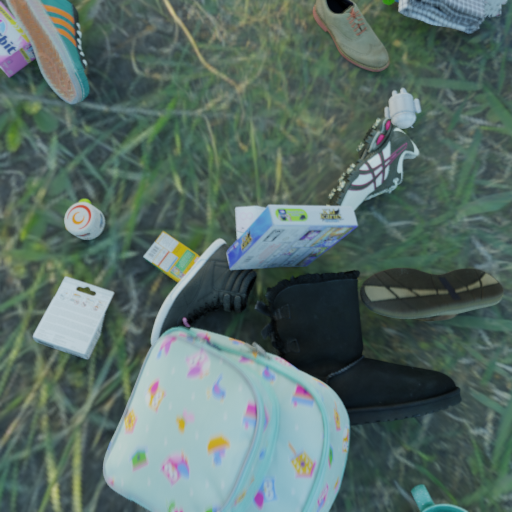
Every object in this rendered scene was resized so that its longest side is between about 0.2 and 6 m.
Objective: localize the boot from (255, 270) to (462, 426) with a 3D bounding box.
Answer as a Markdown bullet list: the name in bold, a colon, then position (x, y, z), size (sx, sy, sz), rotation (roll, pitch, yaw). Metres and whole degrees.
- **boot**: position (1.624, 1.459, 9.234), size (3.041, 1.125, 2.492), rotation (-10, 79, 4)

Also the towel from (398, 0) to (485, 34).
- **towel**: position (3.694, -5.273, 10.987), size (1.761, 0.753, 1.458), rotation (9, 70, -15)

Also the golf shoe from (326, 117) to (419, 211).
- **golf shoe**: position (2.087, -1.381, 10.180), size (1.037, 0.909, 2.355), rotation (34, 80, -4)

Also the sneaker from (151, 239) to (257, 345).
- **sneaker**: position (-0.817, 0.828, 9.591), size (1.095, 0.781, 2.208), rotation (32, 73, 14)

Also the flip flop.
- **flip flop**: position (3.021, 0.737, 9.667), size (2.554, 0.735, 1.036), rotation (-4, 46, -16)

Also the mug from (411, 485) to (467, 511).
- **mug**: position (2.954, 4.341, 8.506), size (1.199, 0.902, 1.459), rotation (0, 61, 22)

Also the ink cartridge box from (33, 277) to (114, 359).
- **ink cartridge box**: position (-3.165, 1.086, 9.844), size (0.988, 0.347, 1.216), rotation (17, 60, 5)

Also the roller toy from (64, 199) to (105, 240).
- **roller toy**: position (-3.102, -0.615, 10.160), size (0.617, 0.472, 0.676), rotation (41, 86, 18)

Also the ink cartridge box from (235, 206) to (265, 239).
- **ink cartridge box**: position (0.149, -0.499, 10.253), size (1.022, 0.292, 0.831), rotation (-5, 75, 3)

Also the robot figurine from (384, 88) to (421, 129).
- **robot figurine**: position (2.804, -2.793, 10.760), size (0.683, 0.455, 0.805), rotation (-13, 72, 29)

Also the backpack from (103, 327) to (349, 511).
- **backpack**: position (-0.349, 2.596, 7.913), size (3.108, 2.383, 2.732), rotation (17, 77, 21)

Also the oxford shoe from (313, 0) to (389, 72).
- **oxford shoe**: position (1.875, -4.471, 11.048), size (0.708, 0.752, 2.011), rotation (-43, 81, -8)

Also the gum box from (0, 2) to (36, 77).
- **gum box**: position (-5.114, -4.418, 11.179), size (0.847, 0.494, 1.493), rotation (-41, 79, -9)

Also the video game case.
- **video game case**: position (0.543, -0.279, 9.171), size (1.541, 1.700, 0.386), rotation (-1, 67, -28)

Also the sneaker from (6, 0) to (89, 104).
- **sneaker**: position (-3.787, -4.306, 10.895), size (1.088, 0.971, 2.722), rotation (-28, 93, -41)

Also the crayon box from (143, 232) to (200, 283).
- **crayon box**: position (-1.465, 0.072, 10.089), size (0.945, 0.244, 0.594), rotation (34, 77, 9)

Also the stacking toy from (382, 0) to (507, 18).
- **stacking toy**: position (3.927, -6.001, 11.587), size (2.577, 0.605, 1.943), rotation (6, 77, 6)
